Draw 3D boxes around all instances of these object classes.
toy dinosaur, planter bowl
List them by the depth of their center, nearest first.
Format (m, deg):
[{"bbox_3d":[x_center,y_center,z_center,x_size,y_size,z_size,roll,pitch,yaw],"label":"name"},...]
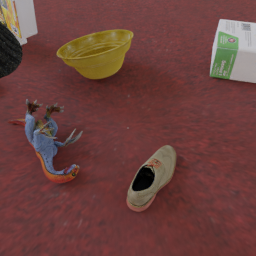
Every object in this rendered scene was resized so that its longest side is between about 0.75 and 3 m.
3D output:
[{"bbox_3d":[-1.948,0.402,6.883,1.255,2.391,2.170,15,57,-41],"label":"toy dinosaur"},{"bbox_3d":[-0.935,-2.250,8.973,2.461,1.025,2.461,-10,33,6],"label":"planter bowl"}]

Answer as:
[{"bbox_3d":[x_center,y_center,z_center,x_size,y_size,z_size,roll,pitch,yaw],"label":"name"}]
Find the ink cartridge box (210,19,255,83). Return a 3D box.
[{"bbox_3d":[4.293,-2.493,9.259,2.814,1.181,2.037,11,46,11],"label":"ink cartridge box"}]

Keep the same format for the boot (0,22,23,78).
[{"bbox_3d":[-2.432,-1.356,4.050,1.069,2.125,2.842,-19,53,0],"label":"boot"}]

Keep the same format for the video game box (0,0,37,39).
[{"bbox_3d":[-3.555,-4.204,7.423,0.649,2.773,2.526,-35,64,-30],"label":"video game box"}]

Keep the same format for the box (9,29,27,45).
[{"bbox_3d":[-4.737,-3.683,10.346,1.153,1.340,1.346,31,53,27],"label":"box"}]

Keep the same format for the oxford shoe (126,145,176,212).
[{"bbox_3d":[0.611,0.953,6.172,0.656,0.696,1.861,21,49,20],"label":"oxford shoe"}]
